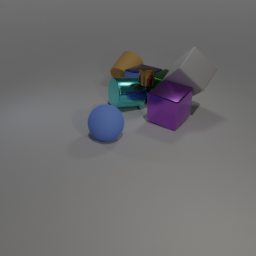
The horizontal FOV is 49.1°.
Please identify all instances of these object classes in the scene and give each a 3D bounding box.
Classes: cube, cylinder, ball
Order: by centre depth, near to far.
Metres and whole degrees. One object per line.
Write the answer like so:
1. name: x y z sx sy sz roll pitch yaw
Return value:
1. ball: -0.842 -0.199 10.711 1.400 1.400 1.400 0 29 0
2. cube: 1.754 -0.990 11.818 1.400 1.400 1.400 23 44 28
3. cube: 2.669 -2.321 12.120 1.400 1.400 1.400 -54 11 -23
4. cylinder: 0.818 -2.271 12.261 0.700 0.700 0.700 2 28 -1
5. cylinder: -0.045 -1.663 13.085 1.400 1.400 1.400 -5 29 -25
6. cube: 1.940 -1.924 13.731 1.400 1.400 1.400 25 38 36
7. cube: 0.795 -2.360 14.503 1.400 1.400 1.400 24 37 36
8. cylinder: -0.048 -3.329 15.675 1.400 1.400 1.400 19 64 30
